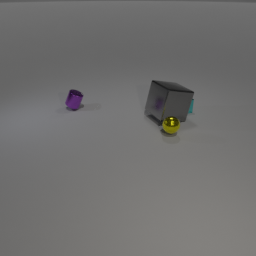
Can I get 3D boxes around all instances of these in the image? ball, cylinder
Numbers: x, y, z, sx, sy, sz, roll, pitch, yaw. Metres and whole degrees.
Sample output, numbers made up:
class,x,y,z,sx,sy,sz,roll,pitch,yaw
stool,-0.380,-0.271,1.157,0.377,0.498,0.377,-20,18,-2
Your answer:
class,x,y,z,sx,sy,sz,roll,pitch,yaw
ball,1.725,-0.121,11.152,0.700,0.700,0.700,0,28,0
cylinder,-2.572,-1.378,13.403,0.700,0.700,0.700,22,25,-11

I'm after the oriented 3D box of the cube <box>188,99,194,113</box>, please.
class,x,y,z,sx,sy,sz,roll,pitch,yaw
cube,2.607,-1.114,13.274,0.700,0.700,0.700,-11,30,-20

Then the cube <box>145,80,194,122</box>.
class,x,y,z,sx,sy,sz,roll,pitch,yaw
cube,1.798,-1.198,12.379,1.400,1.400,1.400,1,25,-29
